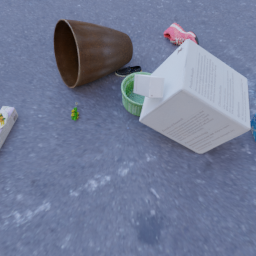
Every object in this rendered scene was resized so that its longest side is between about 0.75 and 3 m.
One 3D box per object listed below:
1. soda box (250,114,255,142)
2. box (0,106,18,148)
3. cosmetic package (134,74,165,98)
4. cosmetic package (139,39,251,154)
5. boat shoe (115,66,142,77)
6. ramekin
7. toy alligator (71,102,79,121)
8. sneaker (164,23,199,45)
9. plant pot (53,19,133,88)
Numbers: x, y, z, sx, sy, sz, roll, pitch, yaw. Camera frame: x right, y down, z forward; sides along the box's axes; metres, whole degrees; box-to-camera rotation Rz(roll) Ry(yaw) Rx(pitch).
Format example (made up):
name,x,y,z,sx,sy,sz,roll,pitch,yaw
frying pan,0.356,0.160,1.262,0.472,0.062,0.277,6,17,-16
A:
name,x,y,z,sx,sy,sz,roll,pitch,yaw
soda box,5.055,0.517,9.858,0.750,0.709,2.211,-2,51,-2
box,-4.788,0.319,10.135,0.507,0.543,2.623,7,52,6
cosmetic package,0.604,-1.274,8.434,0.485,0.615,1.143,-2,15,-23
cosmetic package,2.221,-0.935,9.314,2.682,2.231,2.244,28,54,-18
boat shoe,0.029,-2.587,12.585,1.223,0.381,0.456,-5,53,-3
ramekin,0.588,-1.304,11.153,1.773,0.866,1.773,3,54,-4
toy alligator,-2.124,-0.615,11.083,0.260,0.284,0.958,-31,45,28
sneaker,2.609,-4.396,13.936,0.925,0.786,2.133,-35,53,-11
plant pot,-1.322,-3.254,11.976,2.880,2.692,2.692,-14,51,-30
